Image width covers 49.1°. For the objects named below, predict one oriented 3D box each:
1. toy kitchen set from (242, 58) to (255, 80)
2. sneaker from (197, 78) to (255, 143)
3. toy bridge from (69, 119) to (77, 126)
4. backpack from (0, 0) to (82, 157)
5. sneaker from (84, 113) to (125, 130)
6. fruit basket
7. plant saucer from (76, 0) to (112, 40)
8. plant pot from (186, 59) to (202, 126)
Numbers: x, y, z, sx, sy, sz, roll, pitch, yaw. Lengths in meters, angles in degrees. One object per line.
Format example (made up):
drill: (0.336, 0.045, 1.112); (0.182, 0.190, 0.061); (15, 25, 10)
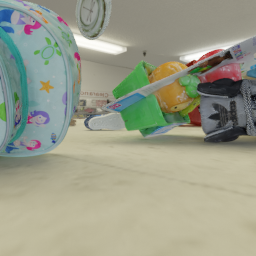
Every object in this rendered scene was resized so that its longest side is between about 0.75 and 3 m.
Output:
toy kitchen set: (2.640, -0.553, 5.134); (0.849, 1.442, 1.155); (12, 1, -8)
sneaker: (1.665, -0.192, 3.327); (1.480, 0.981, 2.600); (-9, 6, 2)
toy bridge: (-2.592, -0.242, 10.799); (1.938, 0.264, 0.651); (4, -3, 43)
backpack: (-1.217, -0.408, 2.370); (1.598, 1.419, 1.203); (4, 24, -7)
sneaker: (-0.623, -0.192, 7.645); (1.159, 0.467, 0.849); (-7, 9, -21)
fruit basket: (1.116, -0.654, 4.662); (2.460, 1.153, 2.279); (-17, -5, 24)
plant saucer: (-0.845, -2.682, 6.405); (0.321, 1.278, 1.278); (22, 11, 21)
plant pot: (2.887, -1.087, 10.815); (2.013, 2.283, 2.285); (14, 1, -5)
